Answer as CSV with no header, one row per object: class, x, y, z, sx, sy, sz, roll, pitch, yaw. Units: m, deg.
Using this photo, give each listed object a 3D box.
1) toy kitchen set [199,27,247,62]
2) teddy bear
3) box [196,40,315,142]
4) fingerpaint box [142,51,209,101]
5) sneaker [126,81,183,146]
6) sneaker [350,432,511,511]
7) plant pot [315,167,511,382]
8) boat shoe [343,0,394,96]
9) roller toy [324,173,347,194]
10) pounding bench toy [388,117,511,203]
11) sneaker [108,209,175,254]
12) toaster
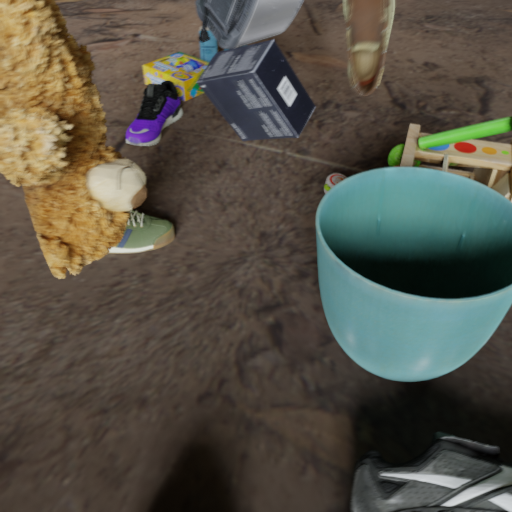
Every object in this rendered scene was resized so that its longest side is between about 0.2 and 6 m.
toy kitchen set,-0.599,-5.119,14.361,1.781,1.049,1.427,1,41,2
teddy bear,-2.341,-1.874,6.367,1.398,4.186,3.035,-19,8,-8
box,0.010,-2.585,8.954,1.268,1.393,0.725,7,60,42
fingerpaint box,-1.868,-4.550,14.081,1.513,0.555,1.262,31,50,31
sneaker,-2.272,-3.186,12.137,0.715,1.023,2.058,12,41,13
sneaker,2.346,2.396,5.698,3.007,0.999,1.360,-3,44,-1
plant pot,1.964,0.394,7.218,2.534,2.034,2.534,0,40,0
boat shoe,1.990,-3.895,9.822,0.855,2.316,0.857,-2,48,12
roller toy,1.512,-1.282,10.458,0.494,0.346,0.451,13,50,3
pounding bench toy,3.069,-1.339,8.804,2.021,2.591,1.609,12,42,13
sneaker,-2.339,-0.543,9.195,1.938,0.870,0.650,-5,41,-5
toaster,-0.029,-4.736,9.964,1.543,2.389,1.358,-25,73,-31
